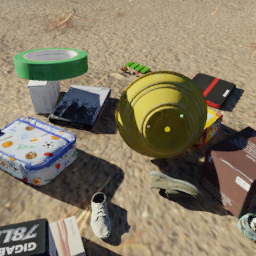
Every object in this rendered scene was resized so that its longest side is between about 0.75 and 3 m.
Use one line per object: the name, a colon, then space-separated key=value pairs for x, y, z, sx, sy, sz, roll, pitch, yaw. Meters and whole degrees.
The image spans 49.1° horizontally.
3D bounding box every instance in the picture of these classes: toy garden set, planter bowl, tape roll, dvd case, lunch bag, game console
toy garden set: x=0.344 y=-2.973 z=14.315 sx=1.263 sy=0.252 sz=1.053 roll=29 pitch=45 yaw=30
planter bowl: x=1.096 y=-0.143 z=8.415 sx=2.956 sy=2.956 sz=1.231 roll=-1 pitch=22 yaw=-1
tape roll: x=-2.519 y=-2.172 z=9.332 sx=2.366 sy=0.569 sz=2.366 roll=0 pitch=26 yaw=0
dvd case: x=-1.918 y=-0.969 z=11.639 sx=1.857 sy=0.306 sz=2.471 roll=9 pitch=42 yaw=11
lunch bag: x=-3.144 y=0.597 z=9.231 sx=2.713 sy=1.025 sz=2.174 roll=21 pitch=41 yaw=23
game console: x=3.655 y=-1.740 z=12.744 sx=1.971 sy=0.346 sz=2.229 roll=26 pitch=45 yaw=22

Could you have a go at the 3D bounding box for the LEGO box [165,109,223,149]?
LEGO box: x=2.226 y=-0.285 z=10.488 sx=2.014 sy=0.777 sz=1.500 roll=31 pitch=48 yaw=33

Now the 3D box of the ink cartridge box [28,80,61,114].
ink cartridge box: x=-3.468 y=-1.676 z=11.753 sx=0.786 sy=1.368 sz=1.884 roll=-3 pitch=39 yaw=0

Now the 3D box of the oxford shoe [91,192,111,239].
oxford shoe: x=-0.753 y=2.312 z=7.555 sx=0.518 sy=0.398 sz=1.377 roll=-3 pitch=41 yaw=-9

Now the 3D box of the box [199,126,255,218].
box: x=3.321 y=1.189 z=8.029 sx=1.857 sy=1.525 sz=1.540 roll=-22 pitch=43 yaw=-25

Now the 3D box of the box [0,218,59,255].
box: x=-2.579 y=2.878 z=4.881 sx=2.858 sy=2.836 sz=0.710 roll=-7 pitch=38 yaw=-10

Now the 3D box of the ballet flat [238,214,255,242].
ballet flat: x=3.671 y=2.743 z=6.786 sx=1.960 sy=0.728 sz=0.728 roll=25 pitch=45 yaw=27

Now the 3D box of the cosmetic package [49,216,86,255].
cosmetic package: x=-2.029 y=2.939 z=6.364 sx=2.033 sy=0.887 sz=1.051 roll=-15 pitch=41 yaw=-17

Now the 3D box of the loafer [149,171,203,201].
loafer: x=1.346 y=1.794 z=8.175 sx=1.631 sy=0.613 sz=0.568 roll=18 pitch=72 yaw=20
